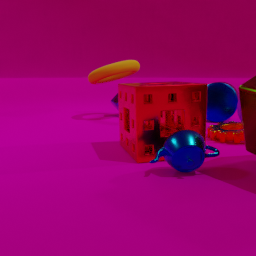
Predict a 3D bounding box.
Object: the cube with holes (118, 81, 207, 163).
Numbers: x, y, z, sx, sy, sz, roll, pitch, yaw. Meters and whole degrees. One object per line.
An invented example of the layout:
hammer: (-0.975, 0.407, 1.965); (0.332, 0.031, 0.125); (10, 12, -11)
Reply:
cube with holes: (0.600, -0.203, 5.415); (1.300, 1.300, 1.300); (-4, 12, -14)

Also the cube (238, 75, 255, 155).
cube: (2.588, -0.218, 4.088); (1.251, 1.251, 1.251); (-31, 32, -18)

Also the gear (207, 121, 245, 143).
gear: (2.485, 0.073, 6.548); (1.198, 0.222, 1.198); (-7, 12, 1)

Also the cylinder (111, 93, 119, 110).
cylinder: (-0.077, -0.984, 10.018); (0.798, 0.798, 0.798); (41, -6, 5)

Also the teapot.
teapot: (0.837, 0.386, 4.225); (1.085, 0.675, 0.531); (-4, 30, -3)

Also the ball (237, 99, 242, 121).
ball: (3.512, -0.518, 7.355); (1.211, 1.211, 1.211); (0, 11, 0)

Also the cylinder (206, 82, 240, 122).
cylinder: (2.923, -0.869, 9.028); (1.222, 1.222, 1.222); (5, 11, 23)

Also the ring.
ring: (-0.470, -1.861, 9.419); (1.799, 0.360, 1.799); (-16, 4, 1)
